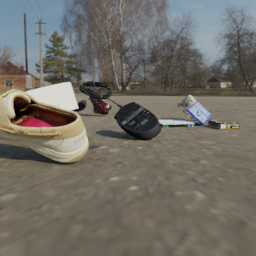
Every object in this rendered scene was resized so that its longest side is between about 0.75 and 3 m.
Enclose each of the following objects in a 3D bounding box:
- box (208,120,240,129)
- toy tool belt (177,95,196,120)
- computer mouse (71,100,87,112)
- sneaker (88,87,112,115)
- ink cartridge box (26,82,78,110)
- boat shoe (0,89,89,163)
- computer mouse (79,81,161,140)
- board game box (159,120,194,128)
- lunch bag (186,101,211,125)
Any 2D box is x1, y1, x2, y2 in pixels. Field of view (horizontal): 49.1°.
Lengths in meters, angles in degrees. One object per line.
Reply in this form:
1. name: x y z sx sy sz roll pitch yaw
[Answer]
1. box: 2.763 -0.100 8.096 0.604 0.187 0.757 -2 8 -10
2. toy tool belt: 2.240 -0.624 9.920 0.623 1.014 0.633 -40 -12 26
3. computer mouse: -2.177 -0.870 12.183 0.985 0.375 1.422 -25 12 15
4. sneaker: -1.064 -1.067 11.281 0.862 0.565 1.493 17 -32 17
5. ink cartridge box: -3.077 -1.070 10.768 1.786 1.041 2.467 -18 13 -17
6. boat shoe: -1.643 -0.196 4.238 2.239 0.774 0.825 14 41 9
7. computer mouse: -0.260 -0.450 6.756 0.765 0.444 2.610 -38 54 -22
8. board game box: 1.389 -0.141 8.628 0.984 0.127 0.984 -2 8 -10
9. lunch bag: 2.154 -0.404 8.744 0.668 0.417 0.887 45 30 7
